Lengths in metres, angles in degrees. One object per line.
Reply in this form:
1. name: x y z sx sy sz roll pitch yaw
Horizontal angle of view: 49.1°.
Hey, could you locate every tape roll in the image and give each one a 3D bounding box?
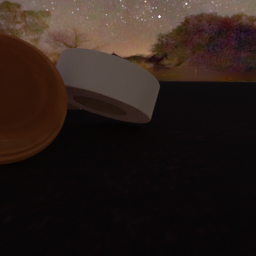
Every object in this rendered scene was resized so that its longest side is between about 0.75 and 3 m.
1. tape roll: -0.546 -0.899 6.639 2.494 0.872 2.494 16 -8 2

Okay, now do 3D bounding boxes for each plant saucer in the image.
1. plant saucer: -2.044 -0.603 4.370 2.322 2.322 0.435 -7 -18 -32

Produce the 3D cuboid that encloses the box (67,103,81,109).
1. box: -3.097 -1.292 9.522 2.986 1.021 1.227 0 -22 9
